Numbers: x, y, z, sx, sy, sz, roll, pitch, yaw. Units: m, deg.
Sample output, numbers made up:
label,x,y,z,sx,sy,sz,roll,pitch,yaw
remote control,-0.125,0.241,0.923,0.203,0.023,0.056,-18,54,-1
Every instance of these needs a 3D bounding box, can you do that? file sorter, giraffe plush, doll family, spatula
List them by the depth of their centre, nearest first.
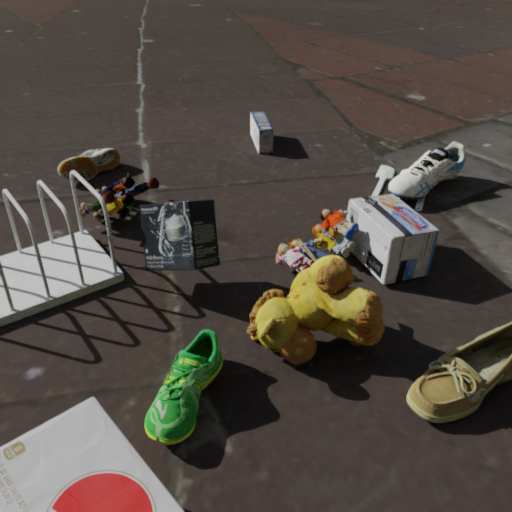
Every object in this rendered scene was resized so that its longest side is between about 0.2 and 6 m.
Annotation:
label,x,y,z,sx,sy,sz,roll,pitch,yaw
giraffe plush,0.760,0.960,9.048,1.733,1.844,2.137,-38,56,-14
file sorter,-4.304,-0.214,10.452,2.848,1.773,1.976,-22,40,-28
doll family,1.225,-0.177,11.372,1.839,0.829,1.142,-39,43,-13
doll family,-3.058,-1.371,12.766,1.207,0.820,2.089,-21,27,31
spatula,3.725,-1.775,14.171,1.540,0.178,2.215,13,36,16

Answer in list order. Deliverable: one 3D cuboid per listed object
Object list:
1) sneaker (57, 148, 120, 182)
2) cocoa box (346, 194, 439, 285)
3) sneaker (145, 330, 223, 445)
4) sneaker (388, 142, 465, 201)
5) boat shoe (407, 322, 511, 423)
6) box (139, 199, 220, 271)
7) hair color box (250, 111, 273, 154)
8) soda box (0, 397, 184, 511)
label,x,y,z,sx,sy,sz,roll,pitch,yaw
sneaker,-4.496,-2.396,14.787,0.787,0.679,1.796,14,29,40
cocoa box,2.652,-0.375,11.240,1.086,1.104,1.655,-10,35,-19
sneaker,-1.075,1.845,8.219,0.751,0.847,2.027,10,36,12
sneaker,4.199,-2.118,13.829,2.661,0.964,0.956,-29,45,-32
boat shoe,3.325,1.680,8.510,2.507,0.789,0.914,-17,38,-24
box,-1.385,-0.373,10.170,1.237,1.216,0.767,-2,5,34
hair color box,0.156,-3.618,16.372,0.448,0.740,1.480,-5,35,-8
soda box,-1.066,3.314,5.216,1.403,1.311,4.120,-24,47,-36
